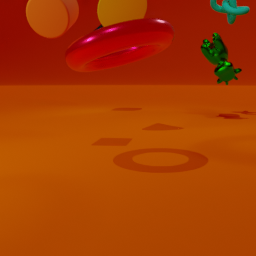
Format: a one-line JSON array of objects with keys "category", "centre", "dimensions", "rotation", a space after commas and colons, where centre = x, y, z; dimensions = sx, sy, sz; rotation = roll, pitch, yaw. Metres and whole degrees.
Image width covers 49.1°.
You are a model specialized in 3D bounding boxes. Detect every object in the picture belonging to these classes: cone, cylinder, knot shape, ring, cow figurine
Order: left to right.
[{"category": "cylinder", "centre": [-1.376, -2.158, 5.209], "dimensions": [0.775, 0.775, 0.775], "rotation": [1, 33, 5]}, {"category": "cone", "centre": [-0.299, -3.306, 7.122], "dimensions": [1.233, 1.233, 1.238], "rotation": [-4, 49, -21]}, {"category": "ring", "centre": [-0.120, -1.193, 4.180], "dimensions": [1.657, 0.331, 1.657], "rotation": [-15, 4, 1]}, {"category": "cow figurine", "centre": [3.372, -2.502, 10.215], "dimensions": [0.955, 1.712, 1.740], "rotation": [-29, 16, 29]}, {"category": "knot shape", "centre": [3.719, -4.570, 10.466], "dimensions": [1.367, 0.675, 1.461], "rotation": [36, 11, -11]}]

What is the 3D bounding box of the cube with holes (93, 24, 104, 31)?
[{"category": "cube with holes", "centre": [-1.180, -3.714, 12.615], "dimensions": [1.083, 1.083, 1.083], "rotation": [-30, -43, 26]}]
